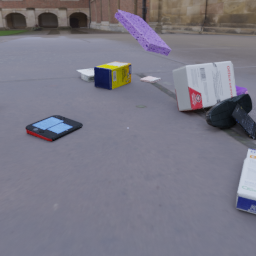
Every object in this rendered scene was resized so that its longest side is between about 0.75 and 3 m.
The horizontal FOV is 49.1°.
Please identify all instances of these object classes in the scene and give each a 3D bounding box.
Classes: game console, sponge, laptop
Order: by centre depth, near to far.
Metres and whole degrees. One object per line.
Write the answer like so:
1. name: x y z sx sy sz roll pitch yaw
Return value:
1. laptop: 4.096 -0.240 8.704 1.495 0.772 1.325 49 34 3
2. game console: -2.378 -0.035 8.999 1.281 0.225 1.449 14 27 30
3. sponge: 0.620 -4.013 11.769 1.409 0.377 2.525 -4 49 -44

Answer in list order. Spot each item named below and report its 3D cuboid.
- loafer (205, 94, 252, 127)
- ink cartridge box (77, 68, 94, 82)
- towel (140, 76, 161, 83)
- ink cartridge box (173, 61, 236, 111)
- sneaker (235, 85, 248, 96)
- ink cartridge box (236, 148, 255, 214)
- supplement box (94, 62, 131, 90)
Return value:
1. loafer: 3.331 -0.542 9.636 2.460 0.895 0.889 -18 6 -39
2. ink cartridge box: -1.783 -3.068 15.974 1.865 0.406 1.619 -13 26 -29
3. towel: 1.249 -2.671 15.364 0.848 0.143 0.888 15 26 32
4. ink cartridge box: 2.957 -1.608 10.732 2.211 1.595 0.926 -11 5 -24
5. sneaker: 3.805 -2.006 12.313 1.180 1.297 2.934 -19 31 -40
6. ink cartridge box: 3.414 1.219 5.739 2.093 0.426 2.097 11 25 25
7. supplement box: -0.747 -2.694 14.269 1.021 1.027 1.875 16 28 31
